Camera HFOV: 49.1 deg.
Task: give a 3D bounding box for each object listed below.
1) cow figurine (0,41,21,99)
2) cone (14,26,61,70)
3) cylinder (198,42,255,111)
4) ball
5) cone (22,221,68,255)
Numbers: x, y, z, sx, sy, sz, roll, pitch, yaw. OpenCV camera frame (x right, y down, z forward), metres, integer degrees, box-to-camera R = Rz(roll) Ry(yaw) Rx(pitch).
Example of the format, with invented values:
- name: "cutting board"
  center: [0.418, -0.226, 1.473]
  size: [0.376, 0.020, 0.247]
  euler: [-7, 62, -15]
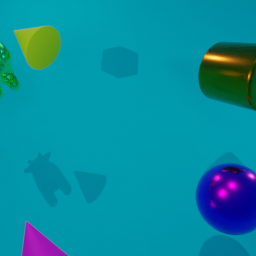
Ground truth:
- name: "cow figurine"
  center: [-3.095, -1.672, 5.919]
  size: [0.957, 1.744, 1.716]
  euler: [-33, 63, -22]
- name: "cone"
  center: [-1.995, -1.778, 5.628]
  size: [0.898, 0.894, 0.894]
  euler: [32, 68, 19]
- name: "cylinder"
  center: [2.429, -1.129, 5.970]
  size: [1.320, 1.320, 1.320]
  euler: [-38, 34, -17]
- name: "ball"
  center: [2.017, 1.365, 5.467]
  size: [1.366, 1.366, 1.366]
  euler: [0, 64, 0]
- name: "cone"
  center: [-1.445, 2.023, 4.522]
  size: [1.091, 1.091, 1.095]
  euler: [-21, 88, -10]
